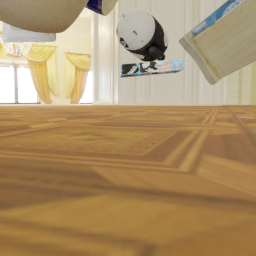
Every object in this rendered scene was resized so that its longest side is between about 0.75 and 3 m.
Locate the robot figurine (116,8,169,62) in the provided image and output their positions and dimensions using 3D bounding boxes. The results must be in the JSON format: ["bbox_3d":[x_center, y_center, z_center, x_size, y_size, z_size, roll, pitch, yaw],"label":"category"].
[{"bbox_3d":[0.564,-3.314,10.295,1.811,1.504,2.410,12,-1,29],"label":"robot figurine"}]

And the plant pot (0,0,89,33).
[{"bbox_3d":[-1.661,-2.822,5.620,1.506,2.244,2.244,34,-15,-33],"label":"plant pot"}]

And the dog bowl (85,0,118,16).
[{"bbox_3d":[-0.546,-3.525,6.752,0.582,1.478,1.478,27,7,2],"label":"dog bowl"}]

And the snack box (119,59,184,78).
[{"bbox_3d":[0.722,-1.943,9.214,2.002,0.371,1.163,-5,7,-2],"label":"snack box"}]

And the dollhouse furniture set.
[{"bbox_3d":[1.696,-2.691,4.515,2.013,2.873,2.025,-43,8,-31],"label":"dollhouse furniture set"}]

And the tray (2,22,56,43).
[{"bbox_3d":[-2.677,-3.479,7.549,1.366,2.545,0.282,-4,-16,-8],"label":"tray"}]
